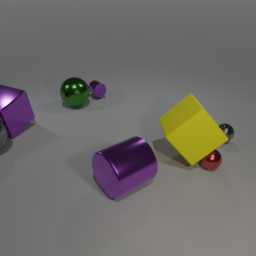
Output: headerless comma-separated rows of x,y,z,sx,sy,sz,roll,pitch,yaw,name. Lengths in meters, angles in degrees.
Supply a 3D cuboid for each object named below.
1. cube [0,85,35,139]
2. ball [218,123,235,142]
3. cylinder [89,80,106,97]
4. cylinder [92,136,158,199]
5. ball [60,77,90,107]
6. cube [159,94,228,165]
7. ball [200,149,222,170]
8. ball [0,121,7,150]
-4.822,-0.675,11.068,1.400,1.400,1.400,15,45,20,cube
3.601,0.172,10.443,0.700,0.700,0.700,0,29,0,ball
-1.564,-2.008,14.269,0.700,0.700,0.700,-17,32,-28,cylinder
-0.103,1.108,8.101,1.400,1.400,1.400,-22,35,-32,cylinder
-2.513,-1.704,13.256,1.400,1.400,1.400,0,29,0,ball
2.039,0.024,8.995,1.400,1.400,1.400,-39,23,15,cube
2.688,1.004,9.079,0.700,0.700,0.700,0,29,0,ball
-4.943,0.249,9.708,1.400,1.400,1.400,0,29,0,ball
